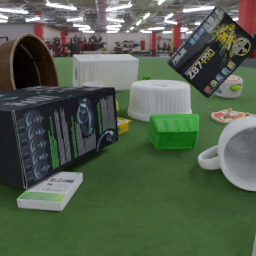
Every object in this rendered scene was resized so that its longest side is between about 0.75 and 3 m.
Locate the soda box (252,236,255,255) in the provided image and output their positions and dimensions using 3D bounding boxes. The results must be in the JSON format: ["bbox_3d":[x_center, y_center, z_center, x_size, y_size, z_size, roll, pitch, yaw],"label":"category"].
[{"bbox_3d":[2.505,1.263,3.206,2.318,0.738,0.790,-9,19,-27],"label":"soda box"}]

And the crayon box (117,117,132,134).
[{"bbox_3d":[-0.491,-0.025,8.096,0.706,0.290,1.123,14,22,37],"label":"crayon box"}]

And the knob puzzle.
[{"bbox_3d":[3.547,-0.410,9.409,1.778,0.247,1.778,0,18,0],"label":"knob puzzle"}]

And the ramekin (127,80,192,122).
[{"bbox_3d":[1.125,-1.032,9.934,2.304,1.123,2.304,0,17,0],"label":"ramekin"}]

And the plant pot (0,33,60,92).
[{"bbox_3d":[-4.116,-1.462,9.200,2.738,2.765,2.765,-4,16,14],"label":"plant pot"}]

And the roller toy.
[{"bbox_3d":[4.684,-1.920,13.115,1.196,0.916,1.311,14,31,25],"label":"roller toy"}]

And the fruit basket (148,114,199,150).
[{"bbox_3d":[1.136,0.002,7.176,1.326,0.956,1.326,1,35,-1],"label":"fruit basket"}]

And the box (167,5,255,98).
[{"bbox_3d":[1.789,-1.597,6.019,1.224,1.518,0.373,40,19,-8],"label":"box"}]

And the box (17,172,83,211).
[{"bbox_3d":[-1.294,1.049,4.824,0.748,0.188,1.036,2,16,10],"label":"box"}]

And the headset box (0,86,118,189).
[{"bbox_3d":[-2.102,-0.047,6.022,2.601,1.386,2.987,5,17,30],"label":"headset box"}]

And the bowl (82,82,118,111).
[{"bbox_3d":[-1.281,-1.142,10.381,1.876,1.009,1.876,0,20,0],"label":"bowl"}]

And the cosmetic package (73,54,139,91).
[{"bbox_3d":[-0.920,-2.274,11.555,2.515,1.353,1.067,-6,30,-25],"label":"cosmetic package"}]

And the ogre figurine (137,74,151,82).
[{"bbox_3d":[0.984,-1.950,13.387,1.928,0.946,1.156,-31,51,-33],"label":"ogre figurine"}]

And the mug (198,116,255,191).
[{"bbox_3d":[2.147,0.427,5.417,1.614,1.191,1.415,-20,8,19],"label":"mug"}]
